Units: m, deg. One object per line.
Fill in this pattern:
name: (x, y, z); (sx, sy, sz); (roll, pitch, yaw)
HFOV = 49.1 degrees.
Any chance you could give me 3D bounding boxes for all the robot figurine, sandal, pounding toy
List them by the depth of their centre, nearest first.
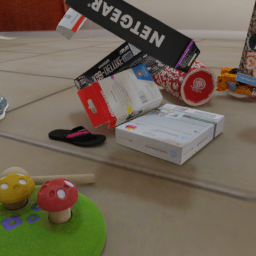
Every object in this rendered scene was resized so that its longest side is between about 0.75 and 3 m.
pounding toy: (-1.360, 1.083, 4.334); (1.950, 1.172, 2.526); (-4, 24, -9)
sandal: (-1.396, 0.161, 7.466); (1.675, 0.377, 0.629); (8, 25, 18)
robot figurine: (5.062, -1.737, 10.977); (2.982, 0.868, 2.162); (15, 31, 19)

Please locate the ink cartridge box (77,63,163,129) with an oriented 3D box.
ink cartridge box: (-0.250, -0.853, 8.169); (2.160, 1.255, 0.726); (-24, -12, -13)

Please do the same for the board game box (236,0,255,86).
board game box: (3.823, -2.024, 6.505); (1.097, 2.265, 1.806); (-20, 35, -36)

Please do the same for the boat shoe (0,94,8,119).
boat shoe: (-4.639, -0.978, 9.607); (0.901, 0.765, 2.476); (-9, 25, -21)

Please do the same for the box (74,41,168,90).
box: (-0.020, -1.896, 9.204); (2.797, 0.696, 2.205); (-31, -11, 25)

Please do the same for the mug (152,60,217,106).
mug: (2.406, -2.049, 10.959); (2.347, 1.764, 2.644); (-8, 28, -13)

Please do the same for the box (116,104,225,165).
box: (1.209, 0.026, 7.607); (1.952, 0.516, 2.504); (16, 27, 35)

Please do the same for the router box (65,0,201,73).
router box: (0.193, -1.763, 5.037); (2.173, 0.555, 1.620); (33, 17, 10)

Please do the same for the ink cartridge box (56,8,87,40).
ink cartridge box: (-1.123, -3.456, 7.587); (0.577, 1.954, 2.441); (36, -2, -19)

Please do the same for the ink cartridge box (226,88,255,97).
ink cartridge box: (4.783, -1.461, 11.451); (1.387, 0.347, 1.116); (25, 30, 14)
